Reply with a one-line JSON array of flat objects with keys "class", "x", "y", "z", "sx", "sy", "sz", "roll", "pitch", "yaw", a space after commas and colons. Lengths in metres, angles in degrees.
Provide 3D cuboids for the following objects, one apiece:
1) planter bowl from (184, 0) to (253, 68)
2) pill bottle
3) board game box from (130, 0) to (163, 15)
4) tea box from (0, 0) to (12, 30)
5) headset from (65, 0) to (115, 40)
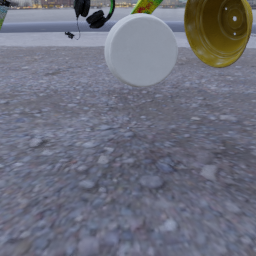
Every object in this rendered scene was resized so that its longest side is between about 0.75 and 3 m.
[{"class": "planter bowl", "x": 2.432, "y": -2.654, "z": 7.033, "sx": 0.878, "sy": 2.109, "sz": 2.109, "roll": -24, "pitch": 33, "yaw": -23}, {"class": "pill bottle", "x": 0.223, "y": -1.611, "z": 5.873, "sx": 1.401, "sy": 1.401, "sz": 2.477, "roll": -1, "pitch": 16, "yaw": -2}, {"class": "board game box", "x": 0.837, "y": -4.517, "z": 9.622, "sx": 0.577, "sy": 1.231, "sz": 2.423, "roll": 33, "pitch": -17, "yaw": -14}, {"class": "tea box", "x": -3.339, "y": -2.926, "z": 6.299, "sx": 1.188, "sy": 1.169, "sz": 0.794, "roll": 17, "pitch": 26, "yaw": -33}, {"class": "headset", "x": -1.398, "y": -4.015, "z": 9.797, "sx": 1.327, "sy": 2.149, "sz": 1.010, "roll": 35, "pitch": 3, "yaw": -30}]
